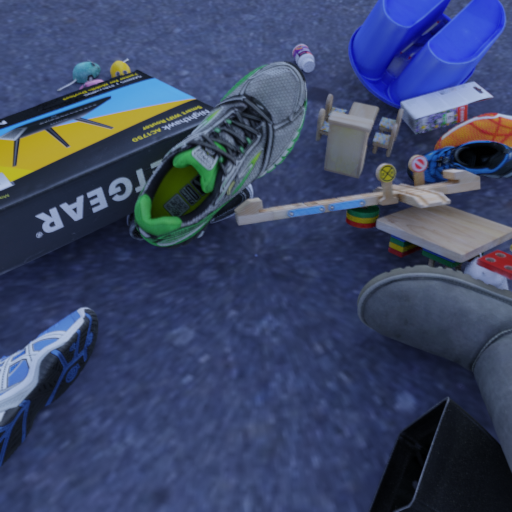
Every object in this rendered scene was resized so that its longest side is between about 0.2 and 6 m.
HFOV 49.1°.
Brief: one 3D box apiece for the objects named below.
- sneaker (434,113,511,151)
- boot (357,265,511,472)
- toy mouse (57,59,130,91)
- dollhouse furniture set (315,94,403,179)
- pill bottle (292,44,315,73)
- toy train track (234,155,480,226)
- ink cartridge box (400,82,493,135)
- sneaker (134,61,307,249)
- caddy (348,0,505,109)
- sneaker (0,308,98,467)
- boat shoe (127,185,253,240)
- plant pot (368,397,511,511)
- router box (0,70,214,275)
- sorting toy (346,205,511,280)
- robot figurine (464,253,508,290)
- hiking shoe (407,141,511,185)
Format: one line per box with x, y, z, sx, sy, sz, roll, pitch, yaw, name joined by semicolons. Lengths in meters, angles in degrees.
4.430;-1.904;9.806;2.550;0.931;0.984;-5;56;-1;sneaker
2.607;1.494;6.045;3.015;1.203;3.316;7;33;6;boot
-3.415;-3.727;11.755;1.565;0.341;1.761;-10;50;-9;toy mouse
1.745;-2.292;9.729;1.370;1.038;1.563;16;52;13;dollhouse furniture set
1.055;-4.302;12.243;0.371;0.371;0.665;-11;50;-9;pill bottle
1.511;-1.049;8.523;3.736;0.608;2.143;-9;12;-4;toy train track
3.512;-2.749;10.390;1.451;0.365;0.790;-15;39;1;ink cartridge box
-0.410;-1.362;7.719;1.260;1.376;3.229;39;88;-3;sneaker
3.393;-4.360;11.420;2.383;1.770;3.371;42;60;6;caddy
-2.872;1.449;6.850;0.908;0.892;2.357;26;52;17;sneaker
-0.998;-0.704;8.733;2.041;0.754;0.697;-11;32;-9;boat shoe
2.028;2.449;5.830;1.107;1.248;1.245;30;54;8;plant pot
-2.900;-1.597;9.057;4.082;1.042;3.045;-30;43;-24;router box
2.842;-0.212;8.291;1.450;0.509;3.009;-19;33;-36;sorting toy
3.179;0.388;7.739;0.530;0.939;0.797;-20;42;14;robot figurine
3.273;-1.590;9.144;1.834;0.795;0.682;-4;76;40;hiking shoe
